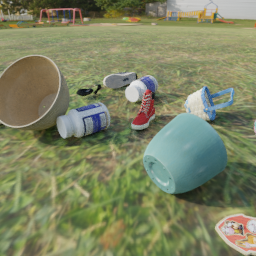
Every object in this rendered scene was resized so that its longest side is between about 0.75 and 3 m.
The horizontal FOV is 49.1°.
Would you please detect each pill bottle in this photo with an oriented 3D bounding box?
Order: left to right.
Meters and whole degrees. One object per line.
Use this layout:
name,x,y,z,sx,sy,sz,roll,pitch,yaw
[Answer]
pill bottle,-1.734,-0.259,10.860,1.858,1.112,1.112,-18,31,-33
pill bottle,0.688,-2.005,14.504,1.081,1.081,1.806,16,30,29

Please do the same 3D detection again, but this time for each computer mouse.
computer mouse,-1.993,-1.947,14.684,1.313,0.922,0.302,-7,69,-39

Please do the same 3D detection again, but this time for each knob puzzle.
knob puzzle,2.679,2.376,6.460,1.392,0.193,1.392,0,26,0

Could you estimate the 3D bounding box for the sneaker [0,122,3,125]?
sneaker,-5.902,-0.354,11.486,0.630,0.728,1.757,22,34,38

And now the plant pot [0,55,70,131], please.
plant pot,-3.532,-1.116,11.249,2.954,2.954,1.983,10,-15,21

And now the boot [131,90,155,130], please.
boot,0.655,-0.827,11.725,0.693,1.381,1.915,10,28,21

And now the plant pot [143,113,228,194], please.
plant pot,1.413,0.850,7.751,1.613,2.010,2.010,-33,38,-24

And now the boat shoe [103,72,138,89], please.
boat shoe,-0.640,-2.879,16.790,2.340,0.874,1.085,-13,18,-34

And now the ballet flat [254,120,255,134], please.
ballet flat,6.021,-0.239,10.949,2.502,0.890,0.865,-9,-2,-16

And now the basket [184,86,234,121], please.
basket,3.543,-1.102,12.063,1.973,1.372,1.740,-21,14,31
